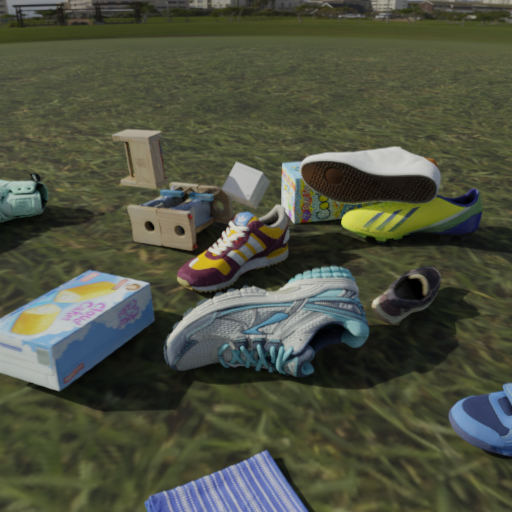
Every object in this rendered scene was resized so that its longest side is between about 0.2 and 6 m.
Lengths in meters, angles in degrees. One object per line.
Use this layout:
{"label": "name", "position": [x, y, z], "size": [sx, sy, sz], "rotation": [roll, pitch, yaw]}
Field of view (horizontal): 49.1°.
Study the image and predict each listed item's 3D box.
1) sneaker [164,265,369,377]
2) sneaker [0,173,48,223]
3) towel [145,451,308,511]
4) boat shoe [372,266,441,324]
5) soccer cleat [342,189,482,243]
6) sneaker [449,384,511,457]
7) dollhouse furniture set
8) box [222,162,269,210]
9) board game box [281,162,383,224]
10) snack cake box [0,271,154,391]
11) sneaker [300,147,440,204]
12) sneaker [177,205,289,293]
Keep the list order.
{"label": "sneaker", "position": [0.208, 1.157, 8.155], "size": [3.100, 1.203, 1.338], "rotation": [-18, 58, -8]}
{"label": "sneaker", "position": [-5.844, -1.117, 12.509], "size": [1.731, 1.080, 2.935], "rotation": [-2, 25, 10]}
{"label": "towel", "position": [-0.297, 2.790, 6.098], "size": [1.581, 0.189, 1.145], "rotation": [-13, 31, -24]}
{"label": "boat shoe", "position": [2.722, 0.577, 9.599], "size": [1.878, 0.609, 0.675], "rotation": [-21, 67, -40]}
{"label": "soccer cleat", "position": [3.369, -0.991, 12.158], "size": [3.031, 1.268, 0.980], "rotation": [-1, 28, -2]}
{"label": "sneaker", "position": [3.589, 1.901, 6.985], "size": [2.309, 0.950, 0.854], "rotation": [-1, 30, 1]}
{"label": "dollhouse furniture set", "position": [-1.669, -1.581, 11.927], "size": [1.651, 2.356, 1.660], "rotation": [9, 30, 28]}
{"label": "box", "position": [-0.212, -1.455, 11.665], "size": [0.681, 0.684, 0.586], "rotation": [25, -4, 21]}
{"label": "board game box", "position": [1.828, -1.595, 13.444], "size": [2.225, 1.146, 1.167], "rotation": [-6, 28, -11]}
{"label": "snack cake box", "position": [-2.710, 1.030, 8.461], "size": [1.267, 0.740, 2.204], "rotation": [8, 23, 24]}
{"label": "sneaker", "position": [2.436, -1.785, 12.002], "size": [2.900, 1.056, 1.228], "rotation": [11, 42, 16]}
{"label": "sneaker", "position": [-0.436, -0.222, 10.780], "size": [2.620, 1.180, 0.982], "rotation": [-24, 36, -38]}
